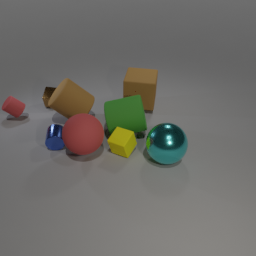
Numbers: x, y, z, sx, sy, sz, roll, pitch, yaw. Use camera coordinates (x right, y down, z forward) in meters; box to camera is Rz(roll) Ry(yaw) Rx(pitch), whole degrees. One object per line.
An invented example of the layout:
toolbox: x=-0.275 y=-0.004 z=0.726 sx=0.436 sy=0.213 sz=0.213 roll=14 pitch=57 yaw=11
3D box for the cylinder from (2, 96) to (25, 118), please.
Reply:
cylinder: x=-4.890 y=-0.905 z=11.973 sx=0.700 sy=0.700 sz=0.700 roll=35 pitch=9 yaw=-36

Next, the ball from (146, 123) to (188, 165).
ball: x=1.296 y=0.519 z=9.378 sx=1.400 sy=1.400 sz=1.400 roll=0 pitch=30 yaw=0

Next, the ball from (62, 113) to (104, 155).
ball: x=-1.516 y=0.206 z=9.483 sx=1.400 sy=1.400 sz=1.400 roll=0 pitch=30 yaw=0

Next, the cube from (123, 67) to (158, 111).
cube: x=0.575 y=-1.801 z=12.814 sx=1.400 sy=1.400 sz=1.400 roll=6 pitch=38 yaw=6

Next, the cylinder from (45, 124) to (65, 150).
cylinder: x=-2.643 y=0.337 z=10.256 sx=0.700 sy=0.700 sz=0.700 roll=-3 pitch=41 yaw=-5

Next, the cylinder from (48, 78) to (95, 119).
cylinder: x=-2.347 y=-1.118 z=11.651 sx=1.400 sy=1.400 sz=1.400 roll=35 pitch=19 yaw=-25

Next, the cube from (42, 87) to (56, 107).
cube: x=-3.538 y=-1.430 z=13.146 sx=0.700 sy=0.700 sz=0.700 roll=6 pitch=58 yaw=0

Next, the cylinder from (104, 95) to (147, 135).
cylinder: x=-0.076 y=-0.462 z=10.787 sx=1.400 sy=1.400 sz=1.400 roll=-11 pitch=29 yaw=6

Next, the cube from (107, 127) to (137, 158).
cube: x=-0.195 y=0.503 z=9.860 sx=0.700 sy=0.700 sz=0.700 roll=17 pitch=56 yaw=27
